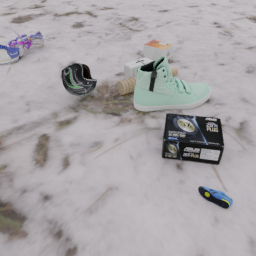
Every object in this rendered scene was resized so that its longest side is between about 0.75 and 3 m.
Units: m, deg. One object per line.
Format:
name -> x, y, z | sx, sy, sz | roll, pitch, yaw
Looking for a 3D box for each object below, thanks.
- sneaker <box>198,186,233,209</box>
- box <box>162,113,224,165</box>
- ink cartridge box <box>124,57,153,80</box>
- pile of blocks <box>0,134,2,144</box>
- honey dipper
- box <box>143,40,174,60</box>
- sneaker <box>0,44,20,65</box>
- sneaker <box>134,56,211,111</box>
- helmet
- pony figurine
sneaker -> 1.973, 1.519, 6.326 | 0.785, 0.259, 0.308 | 26, 37, 28
box -> 1.728, 0.260, 7.591 | 1.524, 0.656, 1.248 | 7, 38, 8
ink cartridge box -> 0.403, -2.123, 10.565 | 1.076, 0.776, 0.451 | -23, 43, -27
pile of blocks -> -3.520, 0.356, 7.382 | 0.361, 0.879, 0.273 | -34, 81, -32
honey dipper -> 0.850, -1.839, 10.457 | 2.748, 0.522, 0.522 | -22, 43, -28
box -> 1.335, -3.428, 12.419 | 1.071, 0.569, 0.815 | 26, 45, 29
sneaker -> -5.776, -3.358, 11.773 | 2.171, 1.254, 0.877 | -8, 40, -10
sneaker -> 1.561, -1.494, 9.063 | 2.766, 1.631, 1.018 | -10, 37, -14
helmet -> -1.618, -1.583, 9.351 | 1.112, 1.060, 1.112 | -23, 5, 2
pony figurine -> -4.686, -3.942, 12.752 | 1.628, 1.356, 1.572 | -17, 9, -16
